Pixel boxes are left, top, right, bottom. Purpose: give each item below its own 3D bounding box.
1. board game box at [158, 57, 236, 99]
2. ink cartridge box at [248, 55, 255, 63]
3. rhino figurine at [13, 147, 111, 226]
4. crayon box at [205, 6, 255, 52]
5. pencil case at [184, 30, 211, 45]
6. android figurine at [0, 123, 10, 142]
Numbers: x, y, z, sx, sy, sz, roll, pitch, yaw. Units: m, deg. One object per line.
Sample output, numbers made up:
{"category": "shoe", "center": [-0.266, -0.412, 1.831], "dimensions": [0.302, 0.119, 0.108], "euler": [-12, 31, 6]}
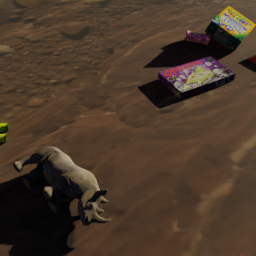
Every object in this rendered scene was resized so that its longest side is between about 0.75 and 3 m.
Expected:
{"category": "board game box", "center": [2.501, -1.889, 10.223], "dimensions": [2.436, 0.393, 1.462], "euler": [-21, 43, -21]}
{"category": "ink cartridge box", "center": [6.324, -2.706, 10.955], "dimensions": [2.053, 0.515, 2.366], "euler": [-24, 48, -25]}
{"category": "rhino figurine", "center": [-1.390, 1.311, 6.487], "dimensions": [2.659, 0.795, 1.162], "euler": [31, 50, 26]}
{"category": "crayon box", "center": [4.619, -4.499, 12.410], "dimensions": [1.525, 0.626, 2.425], "euler": [39, 52, 7]}
{"category": "pencil case", "center": [3.078, -3.978, 12.336], "dimensions": [1.118, 0.463, 0.484], "euler": [19, 51, 18]}
{"category": "android figurine", "center": [-4.223, 0.201, 8.017], "dimensions": [1.524, 0.313, 1.387], "euler": [-6, 44, -8]}
